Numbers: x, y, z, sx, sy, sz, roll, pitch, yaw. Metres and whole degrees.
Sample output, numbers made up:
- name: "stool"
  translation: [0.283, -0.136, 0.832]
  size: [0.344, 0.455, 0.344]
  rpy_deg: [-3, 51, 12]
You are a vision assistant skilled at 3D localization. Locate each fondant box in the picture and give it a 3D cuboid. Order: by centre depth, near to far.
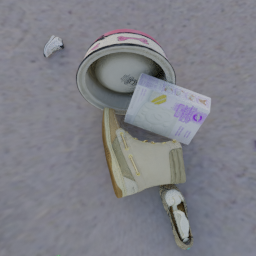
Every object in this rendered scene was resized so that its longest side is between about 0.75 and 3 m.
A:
- name: "fondant box"
  translation: [1.061, -0.494, 7.884]
  size: [2.044, 1.474, 0.595]
  rpy_deg: [19, 47, -1]

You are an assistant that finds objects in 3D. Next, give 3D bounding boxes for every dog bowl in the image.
- name: "dog bowl"
  translation: [-0.052, -1.565, 7.945]
  size: [2.725, 2.725, 1.005]
  rpy_deg: [1, 54, 0]

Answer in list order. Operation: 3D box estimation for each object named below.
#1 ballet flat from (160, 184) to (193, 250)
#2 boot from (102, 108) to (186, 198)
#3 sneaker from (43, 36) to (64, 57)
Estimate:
- name: "ballet flat"
  translation: [1.331, 2.224, 7.381]
  size: [0.627, 0.696, 1.849]
  rpy_deg: [-12, 68, -7]
- name: "boot"
  translation: [0.376, 0.488, 7.959]
  size: [2.071, 0.970, 2.664]
  rpy_deg: [-10, 60, -9]
- name: "sneaker"
  translation: [-2.510, -2.761, 9.587]
  size: [0.522, 0.342, 0.907]
  rpy_deg: [16, 67, 8]
